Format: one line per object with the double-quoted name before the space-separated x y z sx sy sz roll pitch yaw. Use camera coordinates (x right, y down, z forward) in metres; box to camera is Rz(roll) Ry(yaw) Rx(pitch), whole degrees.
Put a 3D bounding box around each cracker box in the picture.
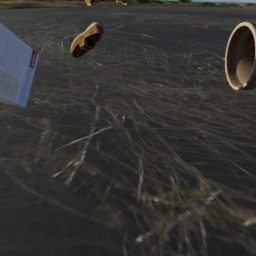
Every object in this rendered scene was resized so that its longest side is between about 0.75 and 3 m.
"cracker box" -2.813 -1.367 5.915 0.601 1.394 2.082 9 -9 15

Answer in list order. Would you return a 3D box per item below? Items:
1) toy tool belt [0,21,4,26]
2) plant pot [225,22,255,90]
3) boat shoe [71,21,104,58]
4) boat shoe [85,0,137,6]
"toy tool belt" -3.822 -2.916 7.450 1.108 1.091 1.775 38 -4 2
"plant pot" 3.666 -1.905 7.464 1.525 1.749 1.749 -2 29 -5
"boat shoe" -1.557 -3.184 10.440 0.634 1.761 0.595 28 41 -36
"boat shoe" 0.001 -2.609 5.184 1.644 0.607 0.622 -30 35 -9
